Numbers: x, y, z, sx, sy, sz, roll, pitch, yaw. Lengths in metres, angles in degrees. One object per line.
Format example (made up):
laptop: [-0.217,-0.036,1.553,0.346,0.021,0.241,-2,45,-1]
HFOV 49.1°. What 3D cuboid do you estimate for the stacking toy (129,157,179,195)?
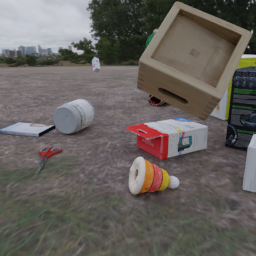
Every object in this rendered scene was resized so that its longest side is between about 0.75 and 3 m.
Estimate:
stacking toy: [0.675,1.193,6.560,1.191,0.870,0.870,13,13,-15]

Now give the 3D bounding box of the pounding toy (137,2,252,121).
pounding toy: [1.517,-1.960,7.891,2.764,2.545,1.965,27,-19,9]

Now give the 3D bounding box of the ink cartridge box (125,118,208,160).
ink cartridge box: [1.247,0.320,9.158,2.396,0.806,1.392,-9,19,-29]

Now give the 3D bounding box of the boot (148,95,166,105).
boot: [1.851,-2.016,16.990,1.977,0.945,2.617,-16,22,-36]

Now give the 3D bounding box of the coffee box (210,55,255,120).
coffee box: [5.246,-2.152,13.950,2.852,2.847,2.820,-5,17,-18]

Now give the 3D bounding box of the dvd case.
dvd case: [-4.033,0.036,11.317,1.792,0.157,1.279,4,17,14]

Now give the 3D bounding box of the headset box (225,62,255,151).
headset box: [4.458,-0.859,9.690,1.290,2.780,2.420,12,21,34]

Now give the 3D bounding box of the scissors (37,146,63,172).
scissors: [-2.576,0.910,8.447,0.696,0.132,1.902,5,18,7]

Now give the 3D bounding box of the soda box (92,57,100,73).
soda box: [-1.550,-3.065,13.588,0.248,0.265,0.779,16,47,-34]

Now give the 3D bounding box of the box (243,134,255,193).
box: [3.277,0.857,6.754,0.734,1.123,1.117,9,18,28]

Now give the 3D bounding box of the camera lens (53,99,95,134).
camera lens: [-2.112,-0.480,11.242,1.182,1.182,1.478,6,18,21]
